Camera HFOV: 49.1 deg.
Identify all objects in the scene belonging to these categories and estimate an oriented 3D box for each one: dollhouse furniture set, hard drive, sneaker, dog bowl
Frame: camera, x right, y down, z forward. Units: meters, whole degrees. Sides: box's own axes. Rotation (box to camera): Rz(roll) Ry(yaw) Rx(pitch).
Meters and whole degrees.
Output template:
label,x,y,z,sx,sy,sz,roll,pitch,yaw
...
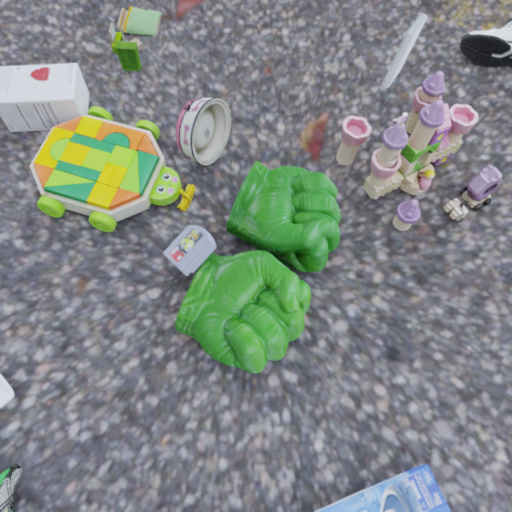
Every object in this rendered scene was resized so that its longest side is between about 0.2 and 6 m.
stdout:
label,x,y,z,sx,sy,sz,roll,pitch,yaw
dollhouse furniture set,-2.933,-5.429,13.397,0.985,0.761,1.970,6,66,2
hard drive,2.977,-4.117,11.287,0.172,1.290,0.851,31,57,7
sneaker,5.826,-5.166,13.388,2.074,0.783,1.193,8,57,-5
sneaker,-4.091,4.309,9.069,0.762,0.698,1.789,10,75,-3
dog bowl,-1.139,-2.671,11.832,0.531,1.441,1.441,21,66,23

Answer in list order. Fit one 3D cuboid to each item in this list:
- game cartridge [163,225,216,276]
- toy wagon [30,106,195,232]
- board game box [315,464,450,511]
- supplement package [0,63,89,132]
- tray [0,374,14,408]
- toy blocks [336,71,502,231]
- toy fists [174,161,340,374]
label,x,y,z,sx,sy,sz,roll,pitch,yaw
game cartridge,-1.227,-0.148,10.376,0.866,0.266,1.300,-44,28,-8
toy wagon,-2.922,-1.793,11.783,3.365,0.666,2.611,16,67,7
board game box,2.125,4.834,8.578,2.426,0.529,2.438,-15,66,-19
supplement package,-4.695,-3.483,12.356,1.729,1.035,1.048,-3,65,-2
tray,-5.941,2.925,9.805,3.145,0.349,1.689,-40,71,-16
toy blocks,3.393,-2.196,10.957,2.532,2.280,2.709,-26,68,-19
toy fists,0.269,0.078,10.506,2.147,1.448,4.211,23,66,5
